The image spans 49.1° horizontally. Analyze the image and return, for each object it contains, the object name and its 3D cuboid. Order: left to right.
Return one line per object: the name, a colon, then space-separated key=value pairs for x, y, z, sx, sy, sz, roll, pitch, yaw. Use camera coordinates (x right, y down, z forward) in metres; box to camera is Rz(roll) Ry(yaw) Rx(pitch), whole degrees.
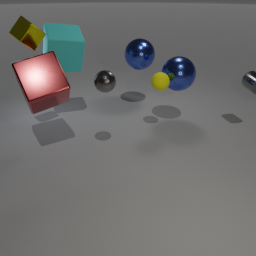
cube: x=-3.343 y=-3.150 z=9.339 sx=0.700 sy=0.700 sz=0.700 roll=39 pitch=5 yaw=26
cube: x=-2.885 y=-1.496 z=9.463 sx=1.400 sy=1.400 sz=1.400 roll=-24 pitch=-7 yaw=-18
cube: x=-2.630 y=-3.254 z=11.344 sx=1.400 sy=1.400 sz=1.400 roll=-4 pitch=45 yaw=-22
ball: x=-0.727 y=-1.469 z=8.855 sx=0.700 sy=0.700 sz=0.700 roll=0 pitch=28 yaw=0
ball: x=0.540 y=-3.384 z=12.869 sx=1.400 sy=1.400 sz=1.400 roll=0 pitch=28 yaw=0
ball: x=1.239 y=-1.778 z=10.736 sx=0.700 sy=0.700 sz=0.700 roll=0 pitch=28 yaw=0
ball: x=2.070 y=-2.219 z=11.465 sx=1.400 sy=1.400 sz=1.400 roll=0 pitch=28 yaw=0
cylinder: x=4.945 y=-1.777 z=10.921 sx=0.700 sy=0.700 sz=0.700 roll=-7 pitch=35 yaw=-13
